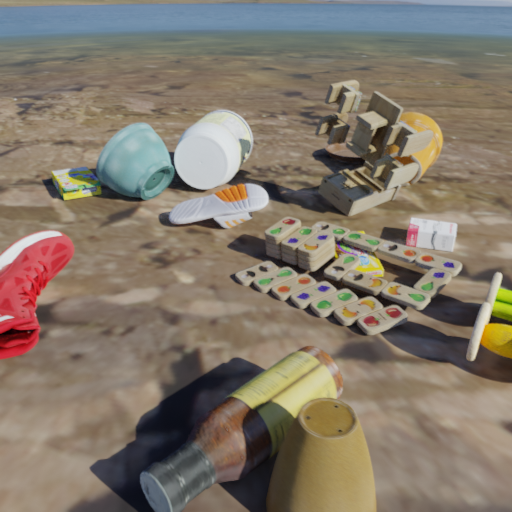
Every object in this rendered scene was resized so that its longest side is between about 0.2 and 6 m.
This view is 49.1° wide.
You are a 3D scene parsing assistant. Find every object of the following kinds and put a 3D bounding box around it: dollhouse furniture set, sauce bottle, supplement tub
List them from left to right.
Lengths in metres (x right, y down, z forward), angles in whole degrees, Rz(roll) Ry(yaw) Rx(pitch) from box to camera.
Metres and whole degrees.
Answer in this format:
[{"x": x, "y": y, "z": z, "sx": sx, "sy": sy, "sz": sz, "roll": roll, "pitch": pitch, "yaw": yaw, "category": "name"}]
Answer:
[{"x": -0.924, "y": -2.325, "z": 12.262, "sx": 1.384, "sy": 1.384, "sz": 1.909, "roll": 6, "pitch": 28, "yaw": 11, "category": "supplement tub"}, {"x": -0.080, "y": 1.611, "z": 5.336, "sx": 2.220, "sy": 0.733, "sz": 0.733, "roll": -23, "pitch": 35, "yaw": -38, "category": "sauce bottle"}, {"x": 2.242, "y": -2.003, "z": 10.626, "sx": 1.430, "sy": 2.152, "sz": 1.886, "roll": -22, "pitch": 54, "yaw": -36, "category": "dollhouse furniture set"}]

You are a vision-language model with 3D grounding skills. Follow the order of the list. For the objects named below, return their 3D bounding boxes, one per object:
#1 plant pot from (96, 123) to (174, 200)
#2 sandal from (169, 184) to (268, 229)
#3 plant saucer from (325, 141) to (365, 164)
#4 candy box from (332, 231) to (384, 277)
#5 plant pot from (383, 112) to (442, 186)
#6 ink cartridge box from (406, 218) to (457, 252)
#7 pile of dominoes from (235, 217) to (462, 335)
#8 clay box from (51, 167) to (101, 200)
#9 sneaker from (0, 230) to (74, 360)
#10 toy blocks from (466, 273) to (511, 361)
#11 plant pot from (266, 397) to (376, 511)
[{"x": -2.324, "y": -1.775, "z": 11.370, "sx": 1.015, "sy": 1.514, "sz": 1.514, "roll": 42, "pitch": 42, "yaw": 15, "category": "plant pot"}, {"x": -0.646, "y": -0.812, "z": 10.259, "sx": 1.882, "sy": 0.539, "sz": 0.721, "roll": -10, "pitch": 45, "yaw": 14, "category": "sandal"}, {"x": 2.431, "y": -2.552, "z": 13.956, "sx": 1.428, "sy": 0.261, "sz": 1.428, "roll": 0, "pitch": 26, "yaw": 0, "category": "plant saucer"}, {"x": 1.574, "y": -0.034, "z": 9.113, "sx": 0.677, "sy": 0.175, "sz": 1.324, "roll": -1, "pitch": 29, "yaw": -4, "category": "candy box"}, {"x": 3.298, "y": -2.236, "z": 12.337, "sx": 1.393, "sy": 1.393, "sz": 1.276, "roll": 10, "pitch": 45, "yaw": 19, "category": "plant pot"}, {"x": 3.009, "y": -0.367, "z": 9.617, "sx": 0.776, "sy": 0.327, "sz": 0.562, "roll": 9, "pitch": 29, "yaw": 17, "category": "ink cartridge box"}, {"x": 1.300, "y": 0.092, "z": 8.297, "sx": 2.763, "sy": 0.440, "sz": 2.153, "roll": 20, "pitch": 40, "yaw": 36, "category": "pile of dominoes"}, {"x": -3.804, "y": -1.528, "z": 11.880, "sx": 0.784, "sy": 0.325, "sz": 1.365, "roll": -13, "pitch": 30, "yaw": -24, "category": "clay box"}, {"x": -3.013, "y": 0.598, "z": 7.397, "sx": 1.348, "sy": 0.914, "sz": 2.333, "roll": 23, "pitch": 47, "yaw": 23, "category": "sneaker"}, {"x": 3.679, "y": 0.980, "z": 6.569, "sx": 2.015, "sy": 0.732, "sz": 1.680, "roll": 17, "pitch": 29, "yaw": 25, "category": "toy blocks"}, {"x": 0.568, "y": 1.748, "z": 4.736, "sx": 0.966, "sy": 1.037, "sz": 0.966, "roll": 0, "pitch": 26, "yaw": 0, "category": "plant pot"}]
